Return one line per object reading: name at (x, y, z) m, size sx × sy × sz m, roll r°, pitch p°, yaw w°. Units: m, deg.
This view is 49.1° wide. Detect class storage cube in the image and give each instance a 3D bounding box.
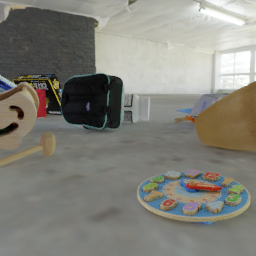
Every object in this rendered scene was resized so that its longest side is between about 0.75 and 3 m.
storage cube at (-3.676, -0.886, 10.121) m, size 1.171 × 1.052 × 1.001 m, roll 5°, pitch 10°, yaw 25°

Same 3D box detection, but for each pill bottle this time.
pill bottle at (-0.119, -0.637, 8.960) m, size 1.585 × 0.922 × 0.922 m, roll 2°, pitch 9°, yaw 6°

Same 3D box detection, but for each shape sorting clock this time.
shape sorting clock at (0.633, 0.625, 2.799) m, size 1.087 × 0.213 × 1.087 m, roll 0°, pitch 8°, yaw 0°

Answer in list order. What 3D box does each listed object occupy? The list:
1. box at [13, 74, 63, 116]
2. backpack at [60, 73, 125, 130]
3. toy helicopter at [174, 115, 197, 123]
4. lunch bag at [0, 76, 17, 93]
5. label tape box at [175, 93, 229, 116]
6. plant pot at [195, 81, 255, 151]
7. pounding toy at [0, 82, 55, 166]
box at (-3.375, -1.291, 10.999) m, size 2.015 × 1.609 × 0.497 m, roll 6°, pitch 38°, yaw 30°
backpack at (-0.930, -0.687, 7.451) m, size 1.663 × 1.462 × 1.275 m, roll 2°, pitch 2°, yaw 27°
toy helicopter at (1.939, -0.279, 8.767) m, size 0.994 × 0.392 × 0.657 m, roll -9°, pitch 15°, yaw 17°
lunch bag at (-4.261, -0.899, 7.797) m, size 2.873 × 1.831 × 2.443 m, roll 1°, pitch 13°, yaw -28°
label tape box at (2.639, -0.546, 7.620) m, size 2.151 × 0.681 × 1.551 m, roll 23°, pitch 21°, yaw 38°
plant pot at (1.953, -0.119, 5.032) m, size 1.336 × 1.245 × 1.245 m, roll -15°, pitch -4°, yaw 43°
pounding toy at (-1.889, -0.117, 4.135) m, size 1.737 × 0.993 × 0.996 m, roll 12°, pitch 26°, yaw -18°
